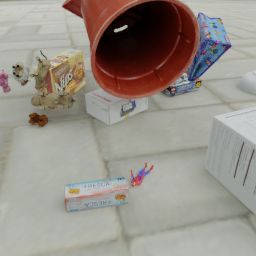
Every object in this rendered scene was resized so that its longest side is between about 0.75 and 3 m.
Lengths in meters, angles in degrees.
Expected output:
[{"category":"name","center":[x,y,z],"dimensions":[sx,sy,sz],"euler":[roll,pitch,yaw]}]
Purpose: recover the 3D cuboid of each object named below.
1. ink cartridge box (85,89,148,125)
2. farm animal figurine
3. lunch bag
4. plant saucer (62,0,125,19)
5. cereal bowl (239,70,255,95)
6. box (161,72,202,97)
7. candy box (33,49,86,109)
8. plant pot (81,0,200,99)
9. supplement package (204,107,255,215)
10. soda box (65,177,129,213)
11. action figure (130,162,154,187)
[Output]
[{"category":"ink cartridge box","center":[-0.377,-0.910,9.529],"dimensions":[1.781,0.779,1.294],"euler":[-24,38,-37]},{"category":"farm animal figurine","center":[-2.891,-1.226,9.003],"dimensions":[1.750,2.168,1.090],"euler":[-36,1,6]},{"category":"lunch bag","center":[2.206,-2.333,8.535],"dimensions":[0.808,1.718,1.293],"euler":[9,52,-15]},{"category":"plant saucer","center":[-0.783,-4.547,10.097],"dimensions":[2.315,0.426,2.319],"euler":[-13,-13,34]},{"category":"cereal bowl","center":[5.427,-1.911,11.338],"dimensions":[1.650,0.687,1.650],"euler":[1,30,0]},{"category":"box","center":[1.728,-2.042,11.773],"dimensions":[1.562,0.455,2.282],"euler":[-17,34,-26]},{"category":"candy box","center":[-2.462,-1.915,10.554],"dimensions":[0.699,1.460,2.529],"euler":[10,32,16]},{"category":"plant pot","center":[0.035,-2.809,7.830],"dimensions":[2.893,2.893,2.814],"euler":[-10,50,-17]},{"category":"supplement package","center":[3.114,0.849,5.799],"dimensions":[1.559,1.501,2.741],"euler":[-12,33,-20]},{"category":"soda box","center":[-0.662,1.403,5.938],"dimensions":[1.321,0.420,0.452],"euler":[-5,30,-10]},{"category":"action figure","center":[0.308,1.030,6.608],"dimensions":[0.281,0.426,0.862],"euler":[16,37,26]}]
